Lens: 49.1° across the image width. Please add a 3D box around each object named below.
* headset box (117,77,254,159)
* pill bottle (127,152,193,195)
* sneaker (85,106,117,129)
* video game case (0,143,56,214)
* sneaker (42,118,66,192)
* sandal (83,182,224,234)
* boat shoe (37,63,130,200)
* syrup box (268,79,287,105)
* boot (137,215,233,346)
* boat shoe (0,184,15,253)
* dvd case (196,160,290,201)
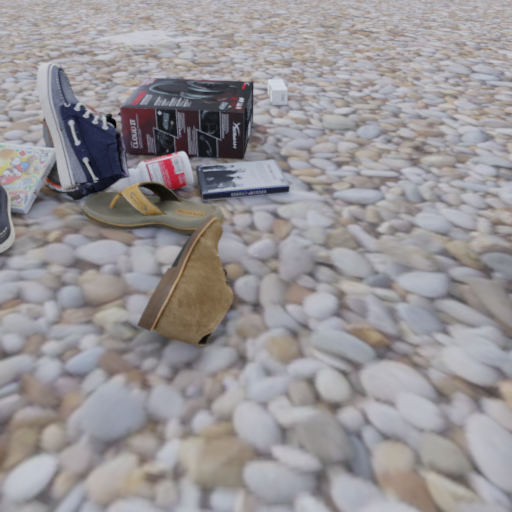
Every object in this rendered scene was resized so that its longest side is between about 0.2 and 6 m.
[{"bbox_3d":[-1.584,-3.146,12.573,2.909,1.123,2.165,5,34,4],"label":"headset box"},{"bbox_3d":[-1.807,-1.509,10.476,1.149,0.645,0.645,-16,36,-11],"label":"pill bottle"},{"bbox_3d":[-3.660,-3.059,12.948,0.783,0.566,1.602,-14,38,-19],"label":"sneaker"},{"bbox_3d":[-4.671,-1.481,10.368,1.610,0.184,1.466,8,59,12],"label":"video game case"},{"bbox_3d":[-3.816,-2.315,11.154,1.144,1.215,2.968,-14,41,-22],"label":"sneaker"},{"bbox_3d":[-1.752,-0.902,9.542,2.493,0.673,1.001,7,34,16],"label":"sandal"},{"bbox_3d":[-2.984,-2.296,9.870,1.144,2.467,0.921,-15,0,7],"label":"boat shoe"},{"bbox_3d":[0.575,-4.456,15.207,0.423,0.409,1.040,-3,33,-4],"label":"syrup box"},{"bbox_3d":[-0.761,0.319,7.802,0.957,0.934,2.536,26,34,-5],"label":"boot"},{"bbox_3d":[-4.613,-0.932,9.304,0.855,0.738,2.354,-29,47,-14],"label":"boat shoe"},{"bbox_3d":[-0.289,-1.497,10.900,1.659,0.205,1.247,-5,33,-8],"label":"dvd case"}]
